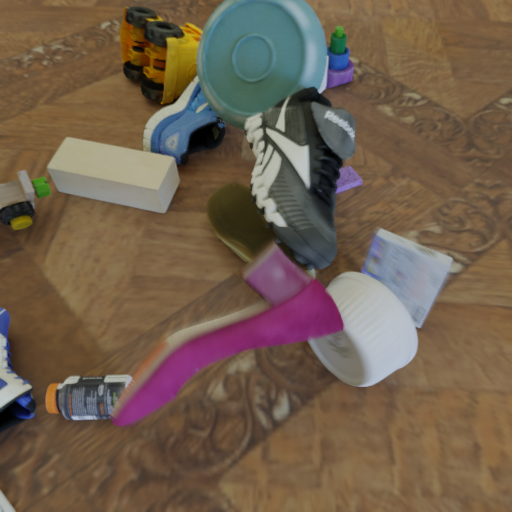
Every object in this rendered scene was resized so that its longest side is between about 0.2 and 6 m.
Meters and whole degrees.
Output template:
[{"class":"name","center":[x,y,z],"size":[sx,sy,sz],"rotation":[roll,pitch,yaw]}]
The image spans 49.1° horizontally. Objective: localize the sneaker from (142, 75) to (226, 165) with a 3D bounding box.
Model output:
[{"class":"sneaker","center":[-1.028,-2.746,11.336],"size":[1.237,1.090,2.775],"rotation":[31,61,10]}]

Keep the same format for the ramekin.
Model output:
[{"class":"ramekin","center":[1.337,1.054,7.629],"size":[0.795,1.515,1.515],"rotation":[-33,57,-25]}]

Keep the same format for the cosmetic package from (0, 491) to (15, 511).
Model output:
[{"class":"cosmetic package","center":[-3.561,3.106,6.651],"size":[1.385,0.358,1.044],"rotation":[36,55,27]}]

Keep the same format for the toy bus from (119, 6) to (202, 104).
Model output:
[{"class":"toy bus","center":[-1.733,-4.592,12.582],"size":[2.196,1.553,2.288],"rotation":[-18,48,-32]}]

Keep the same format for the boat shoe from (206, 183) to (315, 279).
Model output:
[{"class":"boat shoe","center":[0.061,-0.267,9.320],"size":[0.988,0.853,2.710],"rotation":[-41,49,-8]}]

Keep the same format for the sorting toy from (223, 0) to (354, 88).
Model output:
[{"class":"sorting toy","center":[0.621,-5.621,13.329],"size":[1.544,1.534,4.454],"rotation":[-32,56,-25]}]

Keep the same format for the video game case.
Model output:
[{"class":"video game case","center":[2.146,0.340,8.349],"size":[1.112,1.227,0.279],"rotation":[24,37,14]}]

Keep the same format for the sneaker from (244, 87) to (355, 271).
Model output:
[{"class":"sneaker","center":[0.797,-1.438,8.410],"size":[1.679,1.233,3.710],"rotation":[-36,38,23]}]

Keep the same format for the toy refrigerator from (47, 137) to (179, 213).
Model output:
[{"class":"toy refrigerator","center":[-2.590,-1.469,10.309],"size":[2.161,0.756,0.820],"rotation":[11,57,11]}]

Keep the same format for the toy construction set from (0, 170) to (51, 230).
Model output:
[{"class":"toy construction set","center":[-4.750,-1.573,9.124],"size":[2.317,3.015,2.514],"rotation":[-15,59,-19]}]

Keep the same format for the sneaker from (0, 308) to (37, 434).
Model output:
[{"class":"sneaker","center":[-3.522,1.726,7.621],"size":[1.197,0.837,2.073],"rotation":[10,43,-9]}]

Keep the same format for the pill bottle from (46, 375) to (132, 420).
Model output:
[{"class":"pill bottle","center":[-2.227,1.902,7.520],"size":[1.085,0.576,0.576],"rotation":[-1,50,-1]}]

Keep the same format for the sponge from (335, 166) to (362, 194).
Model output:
[{"class":"sponge","center":[1.535,-1.417,10.652],"size":[0.854,0.127,0.477],"rotation":[-21,53,-17]}]

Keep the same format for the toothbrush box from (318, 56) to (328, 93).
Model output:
[{"class":"toothbrush box","center":[0.379,-4.000,12.347],"size":[1.979,0.844,1.449],"rotation":[25,53,23]}]

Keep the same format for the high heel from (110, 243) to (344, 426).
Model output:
[{"class":"high heel","center":[-0.328,1.290,6.688],"size":[2.918,0.984,1.402],"rotation":[-43,97,2]}]

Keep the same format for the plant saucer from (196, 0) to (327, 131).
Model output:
[{"class":"plant saucer","center":[-0.008,-3.483,9.934],"size":[2.512,2.512,0.344],"rotation":[22,17,18]}]
